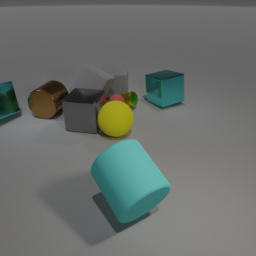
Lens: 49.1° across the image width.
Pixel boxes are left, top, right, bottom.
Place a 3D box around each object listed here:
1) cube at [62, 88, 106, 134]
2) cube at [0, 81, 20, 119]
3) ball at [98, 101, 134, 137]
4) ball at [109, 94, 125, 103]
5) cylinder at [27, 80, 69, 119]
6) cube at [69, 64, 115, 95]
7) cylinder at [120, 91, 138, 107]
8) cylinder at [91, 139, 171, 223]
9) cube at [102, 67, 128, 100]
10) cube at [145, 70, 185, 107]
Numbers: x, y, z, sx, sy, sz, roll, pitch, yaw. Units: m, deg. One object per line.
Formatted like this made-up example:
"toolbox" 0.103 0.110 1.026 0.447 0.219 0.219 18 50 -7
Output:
"cube" -1.767 -0.742 11.690 1.400 1.400 1.400 6 30 11
"cube" -5.891 -1.183 12.267 1.400 1.400 1.400 1 21 27
"ball" -0.480 -0.363 10.948 1.400 1.400 1.400 0 27 0
"ball" -0.507 -1.187 12.713 0.700 0.700 0.700 0 27 0
"cylinder" -3.634 -1.327 12.892 1.400 1.400 1.400 6 28 12
"cube" -1.660 -2.074 13.212 1.400 1.400 1.400 31 17 4
"cylinder" 0.013 -1.379 13.574 0.700 0.700 0.700 -4 20 37
"cylinder" 0.045 1.226 6.574 1.400 1.400 1.400 -18 57 -31
"cube" -0.719 -2.389 14.923 1.400 1.400 1.400 1 29 2
"cube" 1.843 -2.008 14.016 1.400 1.400 1.400 -18 27 -25
